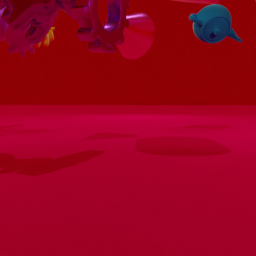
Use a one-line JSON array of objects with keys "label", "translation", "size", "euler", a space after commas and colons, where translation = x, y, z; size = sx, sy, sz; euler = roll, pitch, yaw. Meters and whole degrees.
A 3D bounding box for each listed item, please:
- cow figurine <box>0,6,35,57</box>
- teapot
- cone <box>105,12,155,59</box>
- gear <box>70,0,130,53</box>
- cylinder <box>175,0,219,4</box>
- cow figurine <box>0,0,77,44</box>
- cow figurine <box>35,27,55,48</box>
[{"label": "cow figurine", "translation": [-2.979, -2.255, 6.545], "size": [1.558, 1.533, 0.855], "euler": [-16, 21, 34]}, {"label": "teapot", "translation": [2.856, -3.303, 9.171], "size": [1.996, 1.241, 0.978], "euler": [15, 41, -18]}, {"label": "cone", "translation": [-0.158, -2.257, 6.380], "size": [1.129, 1.129, 1.133], "euler": [4, 1, 35]}, {"label": "gear", "translation": [-0.361, -1.747, 4.071], "size": [0.233, 1.258, 1.258], "euler": [9, 8, 26]}, {"label": "cylinder", "translation": [1.383, -3.472, 5.982], "size": [1.366, 1.366, 1.366], "euler": [6, 22, -2]}, {"label": "cow figurine", "translation": [-1.236, -1.940, 4.122], "size": [1.377, 1.355, 0.756], "euler": [40, 2, 20]}, {"label": "cow figurine", "translation": [-2.881, -3.209, 9.380], "size": [0.586, 1.051, 1.068], "euler": [-3, -24, 11]}]
